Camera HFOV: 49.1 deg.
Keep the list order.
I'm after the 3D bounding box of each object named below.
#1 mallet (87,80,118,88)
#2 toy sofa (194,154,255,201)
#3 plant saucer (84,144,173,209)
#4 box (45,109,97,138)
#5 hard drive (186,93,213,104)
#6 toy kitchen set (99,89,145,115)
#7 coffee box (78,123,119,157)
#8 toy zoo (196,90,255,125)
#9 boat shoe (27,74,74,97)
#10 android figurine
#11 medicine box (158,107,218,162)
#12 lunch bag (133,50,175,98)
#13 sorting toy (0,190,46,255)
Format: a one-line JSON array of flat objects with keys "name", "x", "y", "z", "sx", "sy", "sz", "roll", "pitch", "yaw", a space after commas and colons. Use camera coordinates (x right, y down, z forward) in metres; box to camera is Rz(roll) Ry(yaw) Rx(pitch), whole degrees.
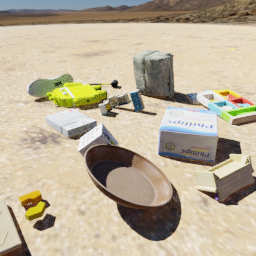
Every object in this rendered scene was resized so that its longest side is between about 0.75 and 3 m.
[{"name": "mallet", "x": -1.421, "y": -2.531, "z": 15.970, "sx": 1.788, "sy": 0.368, "sz": 0.589, "roll": 3, "pitch": 26, "yaw": 14}, {"name": "toy sofa", "x": 2.711, "y": 1.349, "z": 7.795, "sx": 1.682, "sy": 0.821, "sz": 0.697, "roll": -17, "pitch": 6, "yaw": -31}, {"name": "plant saucer", "x": -0.037, "y": 1.289, "z": 7.275, "sx": 2.468, "sy": 0.451, "sz": 2.468, "roll": 21, "pitch": 22, "yaw": -9}, {"name": "box", "x": -2.288, "y": -0.240, "z": 11.231, "sx": 1.342, "sy": 0.354, "sz": 1.722, "roll": -22, "pitch": 35, "yaw": -39}, {"name": "hard drive", "x": 3.855, "y": -1.512, "z": 13.980, "sx": 1.598, "sy": 0.210, "sz": 1.054, "roll": -3, "pitch": 26, "yaw": -7}, {"name": "toy kitchen set", "x": -0.262, "y": -0.940, "z": 12.385, "sx": 1.565, "sy": 0.922, "sz": 1.253, "roll": -10, "pitch": 20, "yaw": 28}, {"name": "coffee box", "x": -0.882, "y": 0.563, "z": 8.604, "sx": 0.894, "sy": 0.895, "sz": 0.885, "roll": -34, "pitch": 22, "yaw": 12}, {"name": "toy zoo", "x": 4.517, "y": -1.140, "z": 12.809, "sx": 1.946, "sy": 0.303, "sz": 2.966, "roll": -10, "pitch": 33, "yaw": -20}, {"name": "boat shoe", "x": -4.189, "y": -2.204, "z": 14.806, "sx": 0.945, "sy": 0.960, "sz": 2.708, "roll": -12, "pitch": 14, "yaw": 46}, {"name": "android figurine", "x": -2.541, "y": -1.678, "z": 13.931, "sx": 2.833, "sy": 0.582, "sz": 2.579, "roll": -9, "pitch": 28, "yaw": -21}, {"name": "medicine box", "x": 2.097, "y": 0.145, "z": 9.672, "sx": 1.829, "sy": 1.034, "sz": 2.008, "roll": 6, "pitch": 27, "yaw": 13}, {"name": "lunch bag", "x": 1.468, "y": -2.748, "z": 14.254, "sx": 1.899, "sy": 2.265, "sz": 1.578, "roll": 20, "pitch": 37, "yaw": 40}, {"name": "sorting toy", "x": -3.068, "y": 2.277, "z": 6.201, "sx": 2.653, "sy": 0.355, "sz": 1.977, "roll": -16, "pitch": 26, "yaw": -30}]
